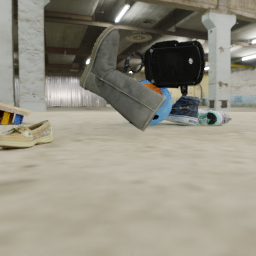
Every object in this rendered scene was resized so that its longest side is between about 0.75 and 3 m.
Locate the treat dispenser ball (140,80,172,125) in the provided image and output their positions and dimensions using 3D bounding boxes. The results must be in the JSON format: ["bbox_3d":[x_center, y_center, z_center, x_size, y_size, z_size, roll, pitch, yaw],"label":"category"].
[{"bbox_3d":[0.857,-1.010,11.171,1.793,1.793,1.793,0,4,0],"label":"treat dispenser ball"}]

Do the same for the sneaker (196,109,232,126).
[{"bbox_3d":[3.375,-0.425,11.495,1.273,0.708,1.820,-1,13,-31],"label":"sneaker"}]

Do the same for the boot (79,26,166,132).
[{"bbox_3d":[-0.005,-1.152,6.674,2.033,1.848,0.738,34,26,16],"label":"boot"}]

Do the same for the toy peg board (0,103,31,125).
[{"bbox_3d":[-5.330,-0.505,11.994,2.000,0.982,2.008,15,1,-16],"label":"toy peg board"}]

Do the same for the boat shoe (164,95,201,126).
[{"bbox_3d":[2.131,-0.776,11.696,0.872,1.119,2.465,15,-1,-26],"label":"boat shoe"}]

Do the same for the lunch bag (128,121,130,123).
[{"bbox_3d":[0.413,-0.513,12.323,0.806,0.648,0.332,-1,5,-1],"label":"lunch bag"}]

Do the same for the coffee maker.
[{"bbox_3d":[1.283,-2.298,9.448,2.387,1.674,2.485,20,17,1],"label":"coffee maker"}]

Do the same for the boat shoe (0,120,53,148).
[{"bbox_3d":[-1.916,0.106,5.226,0.530,0.453,1.445,1,4,14],"label":"boat shoe"}]
